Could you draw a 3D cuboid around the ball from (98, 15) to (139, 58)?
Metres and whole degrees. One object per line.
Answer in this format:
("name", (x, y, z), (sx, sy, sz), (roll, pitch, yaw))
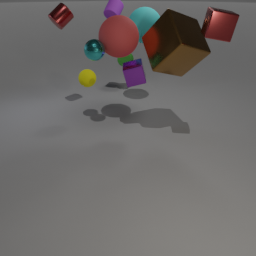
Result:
("ball", (-0.319, -3.154, 9.686), (1.400, 1.400, 1.400), (0, 28, 0))

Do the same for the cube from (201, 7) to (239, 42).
("cube", (2.444, -2.784, 7.519), (0.700, 0.700, 0.700), (10, 30, -2))

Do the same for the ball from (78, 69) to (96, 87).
("ball", (-1.601, -1.959, 11.037), (0.700, 0.700, 0.700), (0, 28, 0))

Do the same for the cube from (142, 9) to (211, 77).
("cube", (1.535, -2.702, 9.113), (1.400, 1.400, 1.400), (1, 64, -37))

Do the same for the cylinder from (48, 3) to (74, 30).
("cylinder", (-2.545, -4.245, 10.643), (0.700, 0.700, 0.700), (-47, 41, -5))

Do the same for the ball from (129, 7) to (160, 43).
("ball", (0.679, -4.219, 11.512), (1.400, 1.400, 1.400), (0, 28, 0))

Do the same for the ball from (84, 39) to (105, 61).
("ball", (-1.106, -2.578, 9.267), (0.700, 0.700, 0.700), (0, 28, 0))

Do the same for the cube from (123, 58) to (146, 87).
("cube", (0.231, -1.977, 10.044), (0.700, 0.700, 0.700), (-12, 33, 8))

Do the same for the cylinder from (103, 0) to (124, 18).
("cylinder", (-0.632, -5.207, 12.316), (0.700, 0.700, 0.700), (14, 72, 25))

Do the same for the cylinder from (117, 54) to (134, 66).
("cylinder", (-0.124, -3.547, 14.402), (0.700, 0.700, 0.700), (7, 18, 12))
